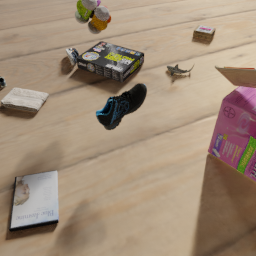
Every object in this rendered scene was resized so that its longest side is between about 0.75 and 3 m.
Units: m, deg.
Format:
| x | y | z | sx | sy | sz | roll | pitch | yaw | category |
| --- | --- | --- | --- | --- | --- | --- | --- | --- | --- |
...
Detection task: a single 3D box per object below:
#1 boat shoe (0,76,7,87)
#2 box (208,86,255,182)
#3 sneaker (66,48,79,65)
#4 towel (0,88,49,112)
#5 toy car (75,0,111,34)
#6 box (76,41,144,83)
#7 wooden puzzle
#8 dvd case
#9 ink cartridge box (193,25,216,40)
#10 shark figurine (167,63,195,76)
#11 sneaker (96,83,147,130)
| x | y | z | sx | sy | sz | roll | pitch | yaw | category |
| --- | --- | --- | --- | --- | --- | --- | --- | --- | --- |
| -5.572 | -2.093 | 12.309 | 0.316 | 0.261 | 0.843 | -19 | 46 | -20 | boat shoe |
| 3.891 | 0.318 | 8.194 | 1.210 | 2.202 | 2.504 | -33 | 52 | -32 | box |
| -2.654 | -3.567 | 13.712 | 0.564 | 0.557 | 1.420 | -18 | 43 | -10 | sneaker |
| -4.149 | -1.165 | 11.266 | 1.680 | 0.290 | 1.113 | 9 | 44 | 10 | towel |
| -1.234 | -4.330 | 10.456 | 1.373 | 1.202 | 1.030 | 37 | 58 | -12 | toy car |
| -0.807 | -3.218 | 13.313 | 2.570 | 0.569 | 2.059 | 22 | 47 | 23 | box |
| 3.108 | -1.350 | 7.436 | 1.207 | 0.243 | 1.305 | 23 | 1 | -44 | wooden puzzle |
| -2.609 | 1.987 | 7.891 | 1.249 | 0.154 | 1.751 | -8 | 43 | -9 | dvd case |
| 4.326 | -5.422 | 15.880 | 1.058 | 0.397 | 0.871 | 19 | 47 | 21 | ink cartridge box |
| 2.392 | -2.728 | 12.839 | 1.270 | 0.530 | 0.759 | 5 | 44 | 9 | shark figurine |
| -0.166 | -0.719 | 8.203 | 1.766 | 0.723 | 0.647 | -46 | 40 | -3 | sneaker |
